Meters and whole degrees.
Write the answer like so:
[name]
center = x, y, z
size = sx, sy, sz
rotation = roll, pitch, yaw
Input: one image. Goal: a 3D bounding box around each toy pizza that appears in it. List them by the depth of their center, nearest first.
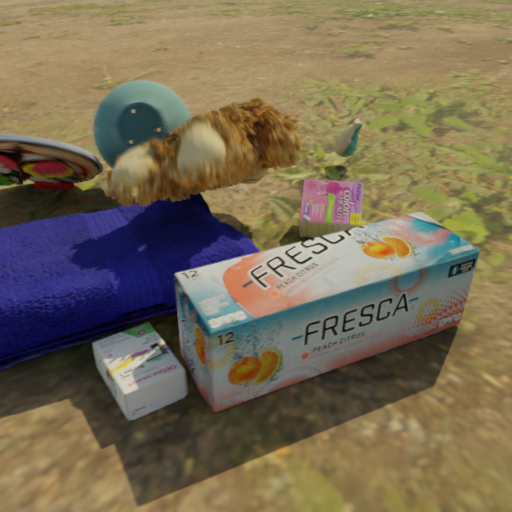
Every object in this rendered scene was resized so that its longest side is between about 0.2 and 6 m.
[toy pizza]
center = -4.308, -1.624, 10.365
size = 2.848, 0.451, 2.848
rotation = 1, -6, 0

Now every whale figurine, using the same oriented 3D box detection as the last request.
[whale figurine]
center = 2.082, -2.561, 12.282
size = 0.455, 0.876, 0.697
rotation = 28, 28, -16

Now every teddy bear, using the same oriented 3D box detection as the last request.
[teddy bear]
center = -0.636, -1.551, 9.021
size = 3.050, 1.405, 4.207
rotation = -22, 12, 8

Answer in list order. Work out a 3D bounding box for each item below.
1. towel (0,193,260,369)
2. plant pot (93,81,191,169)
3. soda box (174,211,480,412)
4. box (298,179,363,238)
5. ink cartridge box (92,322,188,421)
[towel]
center = -2.266, 0.218, 8.204
size = 4.123, 1.021, 3.044
rotation = -13, 28, -20
[plant pot]
center = -2.230, -2.471, 10.985
size = 2.036, 2.036, 1.371
rotation = -4, 9, -7
[soda box]
center = 0.920, 0.577, 7.171
size = 3.793, 1.297, 1.206
rotation = -15, 36, -22
[box]
center = 1.305, -0.806, 9.802
size = 1.048, 0.507, 0.922
rotation = 5, 60, 8
[ink cartridge box]
center = -1.404, 1.360, 6.749
size = 0.766, 0.444, 1.058
rotation = -19, 37, -28
